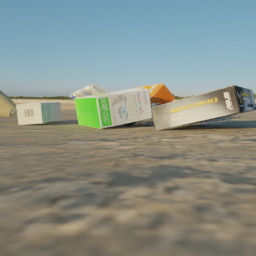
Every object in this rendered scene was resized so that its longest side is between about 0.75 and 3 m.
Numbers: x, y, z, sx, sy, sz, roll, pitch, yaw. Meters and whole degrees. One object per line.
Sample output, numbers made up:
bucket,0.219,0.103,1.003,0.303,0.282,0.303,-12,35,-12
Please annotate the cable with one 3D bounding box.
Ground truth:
cable,0.434,-0.545,10.282,1.760,0.443,0.855,-22,22,-35

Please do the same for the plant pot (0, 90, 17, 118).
plant pot,-4.748,-0.864,10.424,1.107,1.037,1.037,27,6,2

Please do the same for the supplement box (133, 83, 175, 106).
supplement box,0.856,-1.288,12.198,0.871,0.901,2.618,46,-13,-21

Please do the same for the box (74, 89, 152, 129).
box,-0.547,-0.708,9.423,1.865,1.022,2.114,-12,10,-28

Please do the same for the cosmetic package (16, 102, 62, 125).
cosmetic package,-3.304,-0.597,10.625,0.975,0.769,1.812,-4,4,10

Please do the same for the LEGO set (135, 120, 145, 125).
LEGO set,0.337,-0.227,10.420,0.804,0.299,0.370,16,26,30

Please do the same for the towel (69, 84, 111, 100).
towel,-1.309,-1.171,11.989,1.853,0.300,2.522,26,-17,-29

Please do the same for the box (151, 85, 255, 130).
box,2.433,-0.587,8.520,2.332,0.712,2.945,-13,-3,33
